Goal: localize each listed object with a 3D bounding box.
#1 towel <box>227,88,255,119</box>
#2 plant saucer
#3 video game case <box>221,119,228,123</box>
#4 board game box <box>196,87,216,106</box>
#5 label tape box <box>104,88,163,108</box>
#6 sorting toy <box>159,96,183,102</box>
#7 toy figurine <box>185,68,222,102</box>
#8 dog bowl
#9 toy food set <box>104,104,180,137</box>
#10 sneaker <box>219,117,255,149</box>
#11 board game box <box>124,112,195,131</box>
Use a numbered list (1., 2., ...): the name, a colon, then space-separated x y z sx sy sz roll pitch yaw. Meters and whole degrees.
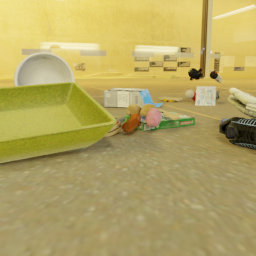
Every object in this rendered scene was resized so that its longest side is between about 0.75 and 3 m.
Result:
1. towel: 3.978 -0.356 6.922 2.793 0.501 2.901 17 14 7
2. plant saucer: -2.073 -0.175 5.972 2.865 0.686 2.860 -10 28 -25
3. video game case: 3.201 -0.115 8.097 0.764 0.192 0.843 1 12 0
4. board game box: 3.460 -1.418 12.462 0.850 0.852 0.175 2 12 4
5. label tape box: 0.299 -1.332 12.298 2.310 0.763 1.655 2 12 16
6. sorting toy: 2.090 -1.416 14.082 1.010 0.182 1.356 11 16 26
7. toy figurine: 3.664 -2.061 13.567 1.621 1.647 1.146 13 5 32
8. dog bowl: -3.307 -1.827 11.063 2.243 2.243 0.883 -6 13 -25
9. toy food set: 0.096 -0.280 7.559 2.428 0.382 1.543 -16 23 -23
10. sneaker: 2.576 0.150 5.900 0.794 0.715 2.038 -3 6 1
11. board game box: 0.940 -0.227 8.438 1.777 0.259 1.196 -6 13 -25
